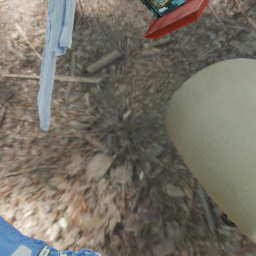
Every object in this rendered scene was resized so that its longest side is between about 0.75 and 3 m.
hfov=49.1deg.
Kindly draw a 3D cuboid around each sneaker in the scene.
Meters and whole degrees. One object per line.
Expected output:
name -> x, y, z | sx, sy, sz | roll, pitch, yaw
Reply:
sneaker -> -0.789, 1.803, 3.256 | 2.646, 1.002, 1.019 | 33, 65, 19

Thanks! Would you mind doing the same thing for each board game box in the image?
board game box -> 0.763, -2.873, 6.222 | 0.721, 0.150, 1.065 | 49, 56, 1

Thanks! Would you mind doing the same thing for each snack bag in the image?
snack bag -> -1.343, -1.556, 5.115 | 0.304, 2.681, 2.844 | 6, 104, -21

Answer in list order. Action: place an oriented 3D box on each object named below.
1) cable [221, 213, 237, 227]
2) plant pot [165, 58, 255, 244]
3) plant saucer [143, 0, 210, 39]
cable -> 2.174, 1.735, 4.945 | 1.072, 0.270, 0.521 | 38, 50, -1
plant pot -> 1.832, 0.453, 4.223 | 2.102, 2.102, 2.245 | -7, 44, -4
plant saucer -> 1.254, -2.708, 6.510 | 0.283, 1.541, 1.538 | 48, 55, -26
